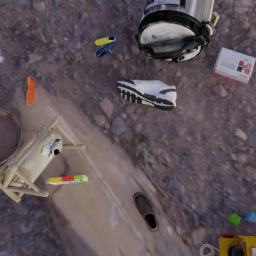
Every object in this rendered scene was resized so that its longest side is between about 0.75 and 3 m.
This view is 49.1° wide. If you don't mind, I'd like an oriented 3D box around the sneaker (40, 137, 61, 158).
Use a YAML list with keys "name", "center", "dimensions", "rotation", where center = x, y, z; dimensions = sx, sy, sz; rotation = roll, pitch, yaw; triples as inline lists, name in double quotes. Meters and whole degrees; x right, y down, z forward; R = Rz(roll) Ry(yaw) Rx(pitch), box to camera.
- name: "sneaker"
  center: [-1.998, 0.562, 7.581]
  dimensions: [0.405, 0.924, 0.349]
  rotation: [29, 115, 1]

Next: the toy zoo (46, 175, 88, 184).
- name: "toy zoo"
  center: [-2.096, 1.764, 9.475]
  dimensions: [1.369, 0.898, 0.140]
  rotation: [-6, 74, -3]

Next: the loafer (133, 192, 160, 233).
- name: "loafer"
  center: [0.649, 2.775, 9.350]
  dimensions: [0.522, 0.507, 1.429]
  rotation: [-29, 74, -9]

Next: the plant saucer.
- name: "plant saucer"
  center: [-4.867, 0.360, 10.211]
  dimensions: [2.134, 0.368, 2.134]
  rotation: [0, 71, 1]

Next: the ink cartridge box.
- name: "ink cartridge box"
  center: [4.096, -2.330, 10.962]
  dimensions: [1.352, 0.567, 1.187]
  rotation: [21, 73, 7]

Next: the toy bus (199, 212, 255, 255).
- name: "toy bus"
  center: [3.771, 3.874, 8.663]
  dimensions: [2.218, 1.146, 2.093]
  rotation: [-42, 77, -13]

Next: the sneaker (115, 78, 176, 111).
- name: "sneaker"
  center: [0.694, -1.420, 10.632]
  dimensions: [2.406, 0.887, 0.963]
  rotation: [19, 60, 1]

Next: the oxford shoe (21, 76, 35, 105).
- name: "oxford shoe"
  center: [-3.881, -1.401, 10.803]
  dimensions: [0.437, 0.427, 1.198]
  rotation: [-11, 65, 15]

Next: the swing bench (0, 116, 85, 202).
- name: "swing bench"
  center: [-2.809, 0.997, 8.584]
  dimensions: [1.341, 2.067, 2.056]
  rotation: [50, 47, -21]

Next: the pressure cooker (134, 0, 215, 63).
- name: "pressure cooker"
  center: [1.779, -3.874, 10.418]
  dimensions: [2.644, 2.603, 2.960]
  rotation: [18, 74, -10]

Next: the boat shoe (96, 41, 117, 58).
- name: "boat shoe"
  center: [-0.814, -3.064, 11.085]
  dimensions: [0.976, 0.411, 0.335]
  rotation: [-28, 65, 26]

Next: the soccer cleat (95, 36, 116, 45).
- name: "soccer cleat"
  center: [-0.925, -3.613, 11.484]
  dimensions: [0.877, 0.367, 0.284]
  rotation: [-8, 72, -3]

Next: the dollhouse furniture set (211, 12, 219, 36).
- name: "dollhouse furniture set"
  center: [2.997, -4.232, 11.259]
  dimensions: [0.852, 1.200, 0.951]
  rotation: [-29, 76, -7]
